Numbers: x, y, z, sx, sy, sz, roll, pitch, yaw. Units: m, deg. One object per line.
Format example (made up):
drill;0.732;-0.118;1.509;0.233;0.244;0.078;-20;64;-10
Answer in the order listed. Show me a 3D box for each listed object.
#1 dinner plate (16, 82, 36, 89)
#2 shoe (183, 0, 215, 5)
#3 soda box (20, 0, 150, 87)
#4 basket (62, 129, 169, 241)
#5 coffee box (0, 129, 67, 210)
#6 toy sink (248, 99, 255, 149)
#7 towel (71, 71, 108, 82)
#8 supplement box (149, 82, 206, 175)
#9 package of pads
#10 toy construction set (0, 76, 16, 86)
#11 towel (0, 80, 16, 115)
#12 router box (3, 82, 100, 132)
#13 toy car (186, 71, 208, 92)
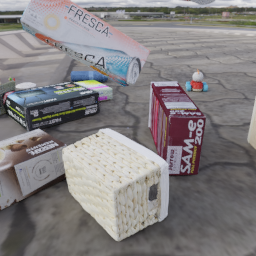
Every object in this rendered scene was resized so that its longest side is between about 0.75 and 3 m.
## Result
dinner plate;-4.765;-2.008;13.087;0.909;0.110;0.909;1;23;0
shoe;1.659;-4.047;8.117;1.833;0.655;0.834;0;36;-11
soda box;-0.741;-1.580;5.047;2.183;0.746;0.694;27;-3;-16
basket;-0.283;0.959;5.135;1.133;1.245;1.837;-22;32;-32
coffee box;-2.422;0.857;5.756;1.206;0.852;2.135;22;32;40
toy sink;4.774;-0.184;6.912;2.812;1.833;1.575;-1;24;-5
towel;-1.896;-2.508;13.791;1.798;0.436;1.004;-1;25;-4
supplement box;1.126;-0.146;7.223;0.834;1.490;2.738;0;25;-3
package of pads;-1.564;-1.485;11.367;1.249;0.552;1.617;-14;27;-31
toy construction set;-5.275;-1.774;12.080;0.868;0.667;0.724;-18;-19;-1
towel;-4.313;-0.984;9.563;0.203;1.134;1.178;21;30;19
router box;-2.599;-0.841;9.581;2.656;0.825;1.990;-19;30;-36
toy car;3.058;-2.150;12.337;0.888;0.963;0.852;3;24;6
